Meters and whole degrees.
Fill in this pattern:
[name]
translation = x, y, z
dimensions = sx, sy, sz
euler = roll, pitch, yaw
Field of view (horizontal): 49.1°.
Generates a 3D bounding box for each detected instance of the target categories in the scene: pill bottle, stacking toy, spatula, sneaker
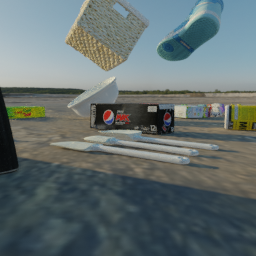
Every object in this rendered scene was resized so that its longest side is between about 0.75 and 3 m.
[pill bottle]
translation = 3.566, -0.307, 8.315
dimensions = 1.294, 0.740, 0.740
euler = 2, 6, 19
[stacking toy]
translation = 4.609, -1.004, 15.821
dimensions = 2.222, 0.693, 2.947
euler = -3, 4, -40
[spatula]
translation = 0.159, 0.272, 5.327
dimensions = 2.769, 0.222, 1.925
euler = 4, 6, 36
[sneaker]
translation = 1.801, -2.839, 7.904
dimensions = 0.886, 1.455, 2.228
euler = 38, -29, -22

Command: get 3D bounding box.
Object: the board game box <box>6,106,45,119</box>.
[board game box]
translation = -5.403, -0.784, 13.870
dimensions = 2.226, 0.530, 1.131
euler = -6, 8, -44

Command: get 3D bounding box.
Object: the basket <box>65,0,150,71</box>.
[basket]
translation = -0.896, -3.607, 10.480
dimensions = 2.296, 1.863, 2.317
euler = 32, -12, -21

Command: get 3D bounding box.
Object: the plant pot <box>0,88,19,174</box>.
[plant pot]
translation = -3.284, -0.634, 3.460
dimensions = 2.720, 2.419, 2.727
euler = 5, 9, 45

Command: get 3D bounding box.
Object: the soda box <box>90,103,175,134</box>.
[soda box]
translation = 0.067, -0.326, 8.167
dimensions = 2.538, 0.804, 0.898
euler = 5, 8, 39

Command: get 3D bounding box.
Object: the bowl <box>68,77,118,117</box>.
[bowl]
translation = -1.390, -1.228, 12.918
dimensions = 2.569, 1.155, 2.569
euler = -28, 18, 10

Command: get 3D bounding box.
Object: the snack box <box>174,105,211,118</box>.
[snack box]
translation = 2.772, -0.840, 14.093
dimensions = 1.586, 0.591, 2.230
euler = -4, 7, -31
